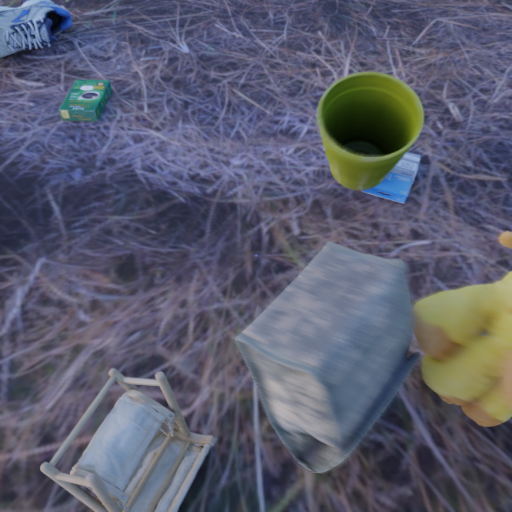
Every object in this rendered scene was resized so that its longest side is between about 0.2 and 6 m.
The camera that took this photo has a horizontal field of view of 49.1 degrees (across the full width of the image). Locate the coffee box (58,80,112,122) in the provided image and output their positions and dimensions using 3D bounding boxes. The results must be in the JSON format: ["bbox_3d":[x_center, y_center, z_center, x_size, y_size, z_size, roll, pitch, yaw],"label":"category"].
[{"bbox_3d":[-4.174,-3.833,13.773,0.921,0.329,1.498,2,46,2],"label":"coffee box"}]

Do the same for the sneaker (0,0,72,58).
[{"bbox_3d":[-6.407,-6.359,15.658,1.340,1.212,3.147,22,50,15],"label":"sneaker"}]

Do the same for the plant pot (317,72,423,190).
[{"bbox_3d":[2.064,-2.162,10.670,1.847,1.778,1.847,-1,68,4],"label":"plant pot"}]

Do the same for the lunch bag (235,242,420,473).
[{"bbox_3d":[1.087,1.438,7.224,1.432,2.436,1.998,19,50,40],"label":"lunch bag"}]

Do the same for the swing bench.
[{"bbox_3d":[-1.507,2.492,7.022,0.992,1.529,1.521,-5,38,36],"label":"swing bench"}]

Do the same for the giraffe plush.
[{"bbox_3d":[3.527,1.215,6.725,2.378,2.755,2.234,37,13,-15],"label":"giraffe plush"}]

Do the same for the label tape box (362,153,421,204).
[{"bbox_3d":[2.819,-1.711,11.655,0.913,0.421,1.274,18,46,16],"label":"label tape box"}]
